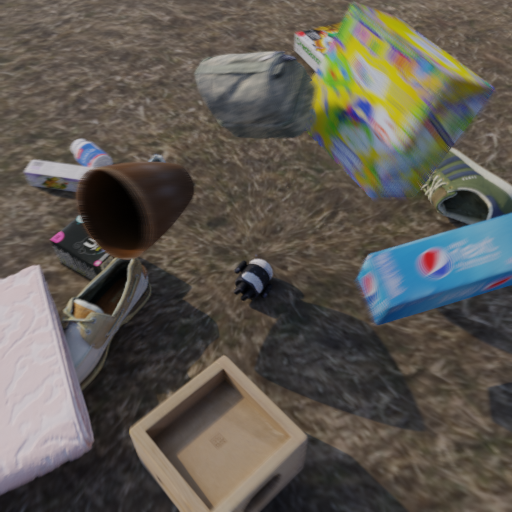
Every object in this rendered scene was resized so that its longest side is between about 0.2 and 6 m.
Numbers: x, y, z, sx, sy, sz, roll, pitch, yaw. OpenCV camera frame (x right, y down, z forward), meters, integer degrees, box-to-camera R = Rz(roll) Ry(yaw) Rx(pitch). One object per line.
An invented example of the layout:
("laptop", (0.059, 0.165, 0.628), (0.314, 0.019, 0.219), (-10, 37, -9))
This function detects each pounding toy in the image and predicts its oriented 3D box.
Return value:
("pounding toy", (-0.682, 3.390, 7.820), (2.922, 1.337, 2.567), (-35, 58, -26))

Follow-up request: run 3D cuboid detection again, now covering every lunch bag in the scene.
("lunch bag", (-0.002, -2.780, 9.400), (1.721, 1.443, 1.199), (11, 81, 35))

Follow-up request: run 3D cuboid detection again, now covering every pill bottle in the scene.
("pill bottle", (-3.893, -2.331, 13.162), (0.569, 0.569, 1.014), (-37, 58, -27))

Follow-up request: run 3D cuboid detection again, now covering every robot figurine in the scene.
("robot figurine", (-0.061, 0.465, 10.827), (0.552, 0.665, 0.885), (11, 47, 36))

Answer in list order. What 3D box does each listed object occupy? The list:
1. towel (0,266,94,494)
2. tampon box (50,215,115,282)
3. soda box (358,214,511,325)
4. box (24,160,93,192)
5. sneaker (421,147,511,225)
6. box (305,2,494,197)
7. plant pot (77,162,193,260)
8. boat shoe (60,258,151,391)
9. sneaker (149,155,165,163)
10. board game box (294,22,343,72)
("towel", (-4.779, 2.287, 8.915), (3.795, 0.612, 3.624), (-25, 54, -6))
("tampon box", (-3.204, -0.108, 11.130), (1.274, 0.804, 0.955), (26, 55, 21))
("soda box", (3.149, 0.175, 8.888), (2.848, 0.966, 0.914), (-15, 67, -7))
("box", (-4.070, -1.750, 12.743), (2.303, 0.446, 0.477), (8, 52, 7))
("sneaker", (4.163, -1.542, 12.196), (2.931, 0.983, 1.316), (35, 53, 22))
("box", (2.260, -2.655, 9.807), (1.457, 2.301, 2.389), (-6, 48, -42))
("plant pot", (-1.867, -0.973, 9.562), (1.562, 1.562, 1.671), (27, 36, 21))
("boat shoe", (-2.984, 1.174, 9.889), (1.116, 1.022, 2.987), (18, 53, 16))
("sneaker", (-2.448, -1.632, 12.574), (0.580, 0.585, 1.614), (9, 52, 6))
("board game box", (2.904, -5.410, 15.713), (2.266, 0.621, 3.590), (-20, 53, -17))
